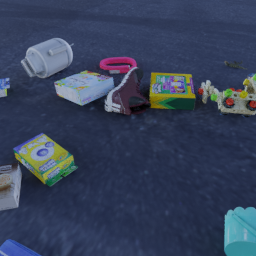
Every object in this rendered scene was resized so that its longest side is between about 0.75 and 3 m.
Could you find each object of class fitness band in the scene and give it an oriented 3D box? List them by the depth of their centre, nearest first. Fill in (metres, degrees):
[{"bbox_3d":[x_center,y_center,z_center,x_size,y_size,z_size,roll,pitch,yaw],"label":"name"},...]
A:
[{"bbox_3d":[-0.476,-3.103,13.690,1.779,0.333,1.278,-4,38,-7],"label":"fitness band"}]

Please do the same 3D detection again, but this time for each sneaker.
[{"bbox_3d":[0.361,-1.321,11.010,1.544,1.011,2.673,23,52,18],"label":"sneaker"}]

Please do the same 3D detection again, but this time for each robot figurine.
[{"bbox_3d":[-3.604,-3.264,12.959,2.168,1.444,2.556,-12,21,46],"label":"robot figurine"}]

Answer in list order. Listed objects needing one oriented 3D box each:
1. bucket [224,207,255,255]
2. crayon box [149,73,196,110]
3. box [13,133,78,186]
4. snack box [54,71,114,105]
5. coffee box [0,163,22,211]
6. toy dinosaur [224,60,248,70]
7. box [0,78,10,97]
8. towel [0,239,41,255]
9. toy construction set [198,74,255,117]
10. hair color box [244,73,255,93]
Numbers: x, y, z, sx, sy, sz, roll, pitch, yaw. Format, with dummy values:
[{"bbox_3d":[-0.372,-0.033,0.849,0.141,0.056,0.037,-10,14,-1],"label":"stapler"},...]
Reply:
[{"bbox_3d":[2.647,2.361,5.973,1.225,1.225,0.797,12,43,16],"label":"bucket"},{"bbox_3d":[1.765,-1.537,11.439,1.740,0.588,2.016,3,37,6],"label":"crayon box"},{"bbox_3d":[-2.460,0.921,8.388,1.854,0.448,1.088,30,48,31],"label":"box"},{"bbox_3d":[-1.768,-1.667,11.292,1.640,0.658,1.944,-28,33,-31],"label":"snack box"},{"bbox_3d":[-3.295,1.559,7.509,0.698,0.487,1.221,-8,38,-10],"label":"coffee box"},{"bbox_3d":[5.351,-3.129,13.780,1.166,0.277,0.514,22,57,25],"label":"toy dinosaur"},{"bbox_3d":[-5.777,-1.604,11.680,1.660,0.396,1.012,-13,39,-16],"label":"box"},{"bbox_3d":[-2.553,3.396,5.301,1.741,0.287,2.404,17,41,22],"label":"towel"},{"bbox_3d":[4.089,-1.293,10.564,2.768,1.275,1.815,-2,61,10],"label":"toy construction set"},{"bbox_3d":[5.551,-1.752,11.685,0.378,0.625,1.250,-26,45,-30],"label":"hair color box"}]
